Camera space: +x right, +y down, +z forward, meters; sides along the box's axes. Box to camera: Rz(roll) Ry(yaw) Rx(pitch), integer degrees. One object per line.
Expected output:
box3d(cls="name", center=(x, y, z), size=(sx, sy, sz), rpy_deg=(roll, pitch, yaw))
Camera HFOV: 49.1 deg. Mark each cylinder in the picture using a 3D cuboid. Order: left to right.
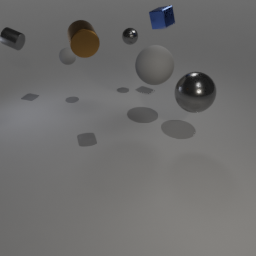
box3d(cls="cylinder", center=(-4.602, -3.565, 11.203), size=(0.700, 0.700, 0.700), rpy_deg=(24, 33, 1))
box3d(cls="cylinder", center=(-1.097, -2.176, 6.835), size=(0.700, 0.700, 0.700), rpy_deg=(-8, 40, -14))

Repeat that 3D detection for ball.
box3d(cls="ball", center=(-2.499, -2.969, 11.591), size=(0.700, 0.700, 0.700), rpy_deg=(0, 31, 0))
box3d(cls="ball", center=(0.089, -3.953, 12.078), size=(0.700, 0.700, 0.700), rpy_deg=(0, 31, 0))
box3d(cls="ball", center=(0.960, -2.254, 10.082), size=(1.400, 1.400, 1.400), rpy_deg=(0, 31, 0))
box3d(cls="ball", center=(2.302, -1.218, 9.604), size=(1.400, 1.400, 1.400), rpy_deg=(0, 31, 0))

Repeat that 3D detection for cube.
box3d(cls="cube", center=(1.376, -4.444, 11.274), size=(0.700, 0.700, 0.700), rpy_deg=(14, 41, 42))
